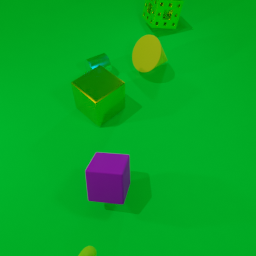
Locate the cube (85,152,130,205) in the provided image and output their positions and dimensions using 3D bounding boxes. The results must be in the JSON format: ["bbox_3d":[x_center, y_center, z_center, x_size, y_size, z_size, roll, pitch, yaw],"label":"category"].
[{"bbox_3d":[-0.452,1.189,6.737,0.874,0.874,0.874,3,25,10],"label":"cube"}]

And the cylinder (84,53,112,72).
[{"bbox_3d":[-1.049,-2.177,9.816,0.729,0.729,0.729,-25,58,-17],"label":"cylinder"}]

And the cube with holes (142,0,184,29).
[{"bbox_3d":[1.352,-4.730,11.158,1.094,1.094,1.094,-5,44,-21],"label":"cube with holes"}]

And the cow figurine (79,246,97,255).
[{"bbox_3d":[-1.067,3.048,4.965,0.923,1.654,1.681,38,46,11],"label":"cow figurine"}]

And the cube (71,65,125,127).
[{"bbox_3d":[-0.886,-0.997,8.683,1.166,1.166,1.166,-38,62,-25],"label":"cube"}]

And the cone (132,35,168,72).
[{"bbox_3d":[1.032,-2.500,9.899,1.257,1.252,1.252,1,43,-47],"label":"cone"}]
